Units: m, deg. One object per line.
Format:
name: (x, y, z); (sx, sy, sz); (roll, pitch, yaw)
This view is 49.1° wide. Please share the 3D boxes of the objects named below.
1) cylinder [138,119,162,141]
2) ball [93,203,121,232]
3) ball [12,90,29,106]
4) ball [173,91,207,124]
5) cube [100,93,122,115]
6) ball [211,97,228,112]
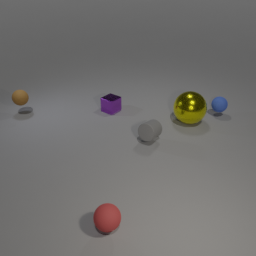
cylinder: (0.841, 0.082, 10.620); (0.700, 0.700, 0.700); (19, 24, 28)
ball: (-0.520, 2.249, 7.036); (0.700, 0.700, 0.700); (0, 31, 0)
ball: (-4.756, -1.339, 12.364); (0.700, 0.700, 0.700); (0, 31, 0)
ball: (2.624, -0.854, 11.852); (1.400, 1.400, 1.400); (0, 31, 0)
cube: (-0.780, -1.106, 12.968); (0.700, 0.700, 0.700); (22, 37, 32)
ball: (4.072, -1.048, 12.467); (0.700, 0.700, 0.700); (0, 31, 0)
